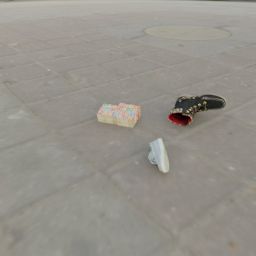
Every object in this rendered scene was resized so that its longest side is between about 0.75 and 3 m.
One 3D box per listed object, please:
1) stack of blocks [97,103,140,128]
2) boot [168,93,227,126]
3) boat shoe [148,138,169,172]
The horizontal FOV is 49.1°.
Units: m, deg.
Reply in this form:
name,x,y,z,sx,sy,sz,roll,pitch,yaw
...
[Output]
name,x,y,z,sx,sy,sz,roll,pitch,yaw
stack of blocks,-0.287,-0.454,8.940,1.213,0.355,0.698,11,44,19
boot,2.147,-0.591,8.847,1.656,0.606,1.247,9,39,30
boat shoe,0.742,0.719,7.043,0.450,0.441,1.264,-20,27,11
